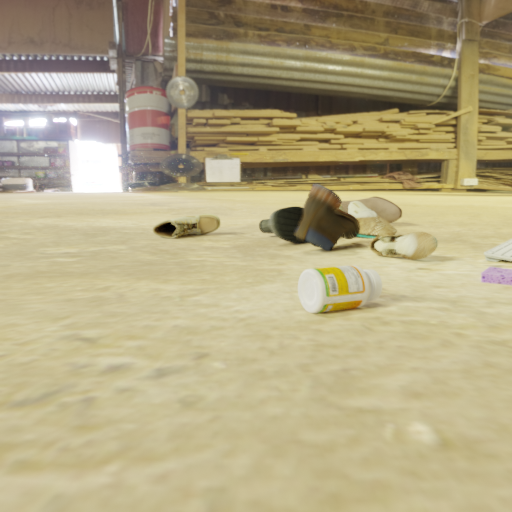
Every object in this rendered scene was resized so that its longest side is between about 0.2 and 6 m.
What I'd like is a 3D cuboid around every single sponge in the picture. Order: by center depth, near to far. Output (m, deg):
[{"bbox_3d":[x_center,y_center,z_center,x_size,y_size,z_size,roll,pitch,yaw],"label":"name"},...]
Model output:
[{"bbox_3d":[4.116,0.342,8.618,1.141,0.170,0.637,5,10,34],"label":"sponge"}]

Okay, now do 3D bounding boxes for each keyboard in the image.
[{"bbox_3d":[5.836,-0.164,11.895,1.079,0.204,3.835,6,11,34],"label":"keyboard"}]

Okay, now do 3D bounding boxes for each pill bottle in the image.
[{"bbox_3d":[1.064,0.400,6.992,0.977,0.542,0.542,-4,9,-27],"label":"pill bottle"}]

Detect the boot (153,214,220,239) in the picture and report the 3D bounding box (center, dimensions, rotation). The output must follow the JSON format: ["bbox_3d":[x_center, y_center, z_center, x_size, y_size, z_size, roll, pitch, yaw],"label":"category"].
[{"bbox_3d":[-1.810,-0.766,14.710,1.541,0.555,1.192,-4,7,15],"label":"boot"}]

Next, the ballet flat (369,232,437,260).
[{"bbox_3d":[2.780,-0.176,10.855,0.511,0.552,1.564,-4,-2,-28],"label":"ballet flat"}]

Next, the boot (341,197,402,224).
[{"bbox_3d":[2.900,-1.266,17.457,2.657,0.933,1.943,8,19,42],"label":"boot"}]

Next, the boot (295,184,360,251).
[{"bbox_3d":[1.532,-0.587,12.407,0.898,1.165,2.403,25,-6,34],"label":"boot"}]

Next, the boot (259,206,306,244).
[{"bbox_3d":[0.721,-0.729,14.140,1.699,0.881,2.601,-3,1,38],"label":"boot"}]

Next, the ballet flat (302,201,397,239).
[{"bbox_3d":[2.357,-1.021,15.034,2.915,0.952,1.028,6,13,34],"label":"ballet flat"}]
